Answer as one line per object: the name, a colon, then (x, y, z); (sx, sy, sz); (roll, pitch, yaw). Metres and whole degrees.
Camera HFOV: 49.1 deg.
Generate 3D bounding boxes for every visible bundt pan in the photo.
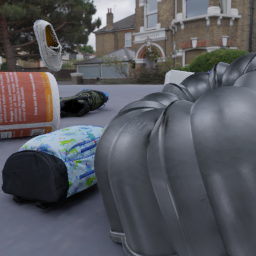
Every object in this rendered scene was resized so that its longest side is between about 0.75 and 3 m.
bundt pan: (0.924, -0.016, 2.838); (2.895, 1.087, 2.895); (-22, 10, 4)

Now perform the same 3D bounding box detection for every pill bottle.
pill bottle: (-3.307, -0.558, 6.909); (2.948, 1.654, 1.654); (-5, 12, -27)

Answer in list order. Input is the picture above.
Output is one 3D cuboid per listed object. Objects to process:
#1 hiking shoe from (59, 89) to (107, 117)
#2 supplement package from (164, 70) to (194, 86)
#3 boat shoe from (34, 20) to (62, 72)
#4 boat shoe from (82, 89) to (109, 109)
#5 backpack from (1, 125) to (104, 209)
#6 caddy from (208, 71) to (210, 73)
hiking shoe: (-1.804, -0.866, 11.066); (2.608, 0.987, 1.313); (-18, 28, -34)
supplement package: (2.213, -1.395, 11.078); (1.530, 1.511, 2.524); (9, 9, 3)
boat shoe: (-2.923, -3.066, 10.773); (0.733, 2.099, 0.744); (25, 49, 33)
boat shoe: (-1.547, -1.348, 13.478); (1.081, 0.882, 2.569); (5, 10, -21)
backpack: (-0.803, 0.447, 3.827); (1.131, 1.066, 1.386); (-2, -6, 37)
caddy: (4.758, -1.930, 13.967); (2.584, 1.827, 1.357); (2, 5, 15)
